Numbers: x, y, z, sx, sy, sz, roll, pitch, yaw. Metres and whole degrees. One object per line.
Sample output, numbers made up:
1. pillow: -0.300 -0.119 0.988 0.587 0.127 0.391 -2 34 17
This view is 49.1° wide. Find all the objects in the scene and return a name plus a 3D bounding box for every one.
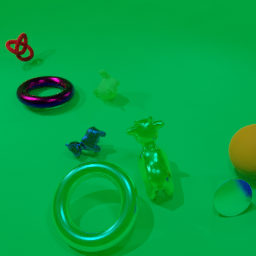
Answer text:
1. ring: -2.737 -1.235 9.359 1.905 0.381 1.905 2 35 -1
2. cone: 2.176 1.387 6.393 0.885 0.885 0.889 -7 14 -8
3. cow figurine: -1.119 0.344 7.358 0.911 0.925 0.508 20 -2 -6
4. ring: -0.687 1.544 5.744 1.839 0.368 1.839 -4 65 9
5. cow figurine: 0.536 0.628 6.307 0.878 1.574 1.600 -14 44 2
6. knot shape: -4.175 -3.229 10.985 0.500 1.083 1.013 7 77 38
7. monkey head: -0.738 -1.386 9.110 1.240 0.892 0.747 6 57 53
8. ball: 3.092 0.562 6.653 1.313 1.313 1.313 0 41 0
